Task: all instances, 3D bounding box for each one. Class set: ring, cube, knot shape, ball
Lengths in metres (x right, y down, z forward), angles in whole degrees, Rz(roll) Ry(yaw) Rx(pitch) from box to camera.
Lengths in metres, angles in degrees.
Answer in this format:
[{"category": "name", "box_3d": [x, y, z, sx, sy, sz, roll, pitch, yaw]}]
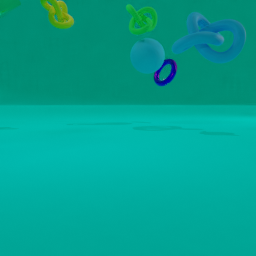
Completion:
[{"category": "ring", "box_3d": [1.381, -2.067, 10.416, 0.220, 1.098, 1.098, 22, -9, -36]}, {"category": "cube", "box_3d": [-3.952, -3.417, 7.299, 1.349, 1.349, 1.349, -21, 29, 19]}, {"category": "knot shape", "box_3d": [2.122, -2.552, 7.998, 1.845, 0.911, 1.971, -21, 46, -15]}, {"category": "ball", "box_3d": [0.676, -2.505, 9.757, 1.194, 1.194, 1.194, 0, 5, 0]}, {"category": "knot shape", "box_3d": [0.387, -3.762, 9.541, 1.234, 1.155, 0.570, -49, 2, -34]}, {"category": "knot shape", "box_3d": [-2.016, -3.283, 7.850, 0.498, 1.008, 1.077, -33, 39, 16]}]
